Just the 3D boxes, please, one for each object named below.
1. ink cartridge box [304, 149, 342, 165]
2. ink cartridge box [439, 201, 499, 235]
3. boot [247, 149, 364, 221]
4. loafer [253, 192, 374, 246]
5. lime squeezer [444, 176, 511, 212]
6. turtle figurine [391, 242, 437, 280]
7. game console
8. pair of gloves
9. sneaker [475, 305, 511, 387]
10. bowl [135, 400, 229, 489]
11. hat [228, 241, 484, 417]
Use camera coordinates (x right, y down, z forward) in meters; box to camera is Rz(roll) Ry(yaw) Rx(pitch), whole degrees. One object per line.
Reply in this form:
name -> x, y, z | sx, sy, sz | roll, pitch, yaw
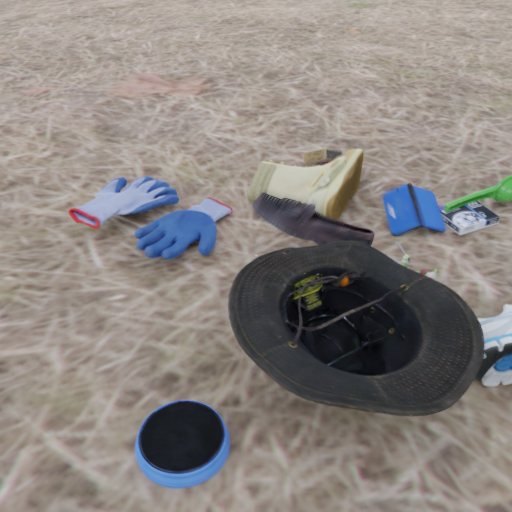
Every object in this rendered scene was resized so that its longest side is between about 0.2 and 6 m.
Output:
ink cartridge box -> 1.649, -2.433, 13.794 | 0.627, 0.286, 0.762 | -2, 0, -37
ink cartridge box -> 4.495, -0.919, 12.200 | 1.079, 0.236, 1.089 | -16, 38, -20
boot -> 1.198, -1.801, 12.787 | 2.141, 1.002, 2.754 | 12, 40, 21
loafer -> 1.124, -0.681, 10.663 | 2.389, 0.752, 0.859 | 28, 29, -6
lime squeezer -> 5.877, -1.233, 12.408 | 3.604, 0.680, 1.273 | 6, 63, 1
turtle figurine -> 2.883, 0.182, 10.373 | 0.880, 0.653, 0.908 | 14, 42, 12
game console -> 3.366, -0.913, 12.000 | 0.973, 0.675, 1.140 | -23, 50, 25
pair of gloves -> -2.089, -0.854, 11.860 | 3.254, 0.371, 2.616 | 25, 37, 22
sneaker -> 4.543, 1.152, 8.779 | 2.880, 1.079, 1.248 | -4, 31, -5
bowl -> -1.002, 2.495, 7.581 | 1.278, 0.251, 1.278 | 0, 36, 0
hat -> 1.294, 1.295, 8.193 | 3.587, 1.447, 3.587 | 3, 36, -2
